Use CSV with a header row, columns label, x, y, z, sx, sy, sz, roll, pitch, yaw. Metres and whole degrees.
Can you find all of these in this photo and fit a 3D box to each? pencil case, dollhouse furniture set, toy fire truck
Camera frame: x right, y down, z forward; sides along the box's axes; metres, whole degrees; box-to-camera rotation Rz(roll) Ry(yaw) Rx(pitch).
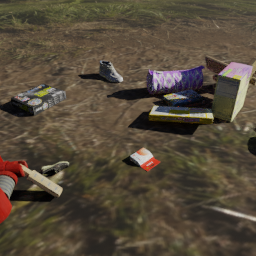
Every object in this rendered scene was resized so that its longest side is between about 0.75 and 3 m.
label,x,y,z,sx,sy,sz,roll,pitch,yaw
pencil case,2.218,-2.334,13.444,2.794,1.195,1.173,-7,32,-12
dollhouse furniture set,5.401,-3.214,13.572,2.022,2.360,2.482,34,80,31
toy fire truck,-3.190,1.697,7.440,2.399,1.544,2.112,-10,33,3

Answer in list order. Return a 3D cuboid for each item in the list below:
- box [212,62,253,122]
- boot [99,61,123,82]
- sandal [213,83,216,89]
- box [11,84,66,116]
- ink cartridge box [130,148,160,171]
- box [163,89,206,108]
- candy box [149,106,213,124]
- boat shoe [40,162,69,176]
label,x,y,z,sx,sy,sz,roll,pitch,yaw
box,4.258,-1.503,11.563,0.912,1.887,1.659,22,40,28
boot,-0.948,-3.024,14.801,1.717,0.820,0.631,28,43,36
sandal,4.495,-1.952,13.648,0.474,0.318,1.179,0,34,0
box,-4.002,-1.332,12.624,1.515,0.419,1.891,21,39,28
ink cartridge box,0.567,1.029,9.296,0.660,0.204,0.814,-29,40,-35
box,2.522,-1.263,12.630,1.590,0.300,1.086,-15,37,-21
candy box,2.114,-0.540,11.225,2.429,0.321,1.242,4,19,12
boat shoe,-2.285,1.308,8.803,0.899,0.321,0.295,-12,45,-16
